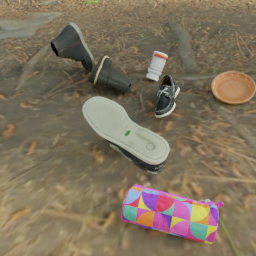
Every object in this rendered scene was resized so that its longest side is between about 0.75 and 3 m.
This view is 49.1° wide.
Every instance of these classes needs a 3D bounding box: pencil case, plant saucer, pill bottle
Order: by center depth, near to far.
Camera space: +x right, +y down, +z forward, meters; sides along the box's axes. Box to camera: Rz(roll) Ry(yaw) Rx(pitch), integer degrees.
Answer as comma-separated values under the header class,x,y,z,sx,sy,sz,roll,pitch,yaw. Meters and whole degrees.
class,x,y,z,sx,sy,sz,roll,pitch,yaw
pencil case,0.831,1.640,5.495,1.893,0.837,0.837,9,40,8
plant saucer,3.453,-1.296,9.235,1.372,0.257,1.372,-6,55,8
pill bottle,1.014,-2.193,9.962,0.524,0.956,0.524,19,10,-4

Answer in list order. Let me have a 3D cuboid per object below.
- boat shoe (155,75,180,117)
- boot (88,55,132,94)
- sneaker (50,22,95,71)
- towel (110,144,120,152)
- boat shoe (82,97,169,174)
class,x,y,z,sx,sy,sz,roll,pitch,yaw
boat shoe,1.125,-0.992,8.705,0.680,0.640,1.894,-13,32,29
boot,-0.479,-1.836,9.954,1.443,0.808,2.087,21,33,-3
sneaker,-1.974,-2.614,9.961,1.078,2.030,0.759,-43,54,-14
towel,-0.064,0.315,7.289,0.561,0.138,0.756,29,62,10
boat shoe,-0.140,0.154,6.526,2.472,0.836,0.888,37,69,24
